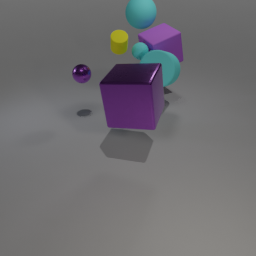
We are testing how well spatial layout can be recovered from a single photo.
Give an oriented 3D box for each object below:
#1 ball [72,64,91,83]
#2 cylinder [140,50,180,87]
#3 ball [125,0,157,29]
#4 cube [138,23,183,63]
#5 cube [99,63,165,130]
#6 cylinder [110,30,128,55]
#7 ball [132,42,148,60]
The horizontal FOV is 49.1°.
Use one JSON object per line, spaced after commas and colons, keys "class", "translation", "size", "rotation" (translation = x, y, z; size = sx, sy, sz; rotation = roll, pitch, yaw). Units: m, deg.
{"class": "ball", "translation": [-1.695, -1.987, 10.266], "size": [0.700, 0.700, 0.700], "rotation": [0, 29, 0]}
{"class": "cylinder", "translation": [1.266, -2.305, 11.006], "size": [1.400, 1.400, 1.400], "rotation": [10, 14, 17]}
{"class": "ball", "translation": [0.579, -5.181, 12.583], "size": [1.400, 1.400, 1.400], "rotation": [0, 29, 0]}
{"class": "cube", "translation": [1.459, -3.579, 12.461], "size": [1.400, 1.400, 1.400], "rotation": [-26, 43, -10]}
{"class": "cube", "translation": [0.182, -0.914, 7.873], "size": [1.400, 1.400, 1.400], "rotation": [3, 34, 18]}
{"class": "cylinder", "translation": [-0.358, -3.473, 11.359], "size": [0.700, 0.700, 0.700], "rotation": [1, 64, -3]}
{"class": "ball", "translation": [0.501, -3.197, 11.662], "size": [0.700, 0.700, 0.700], "rotation": [0, 29, 0]}
